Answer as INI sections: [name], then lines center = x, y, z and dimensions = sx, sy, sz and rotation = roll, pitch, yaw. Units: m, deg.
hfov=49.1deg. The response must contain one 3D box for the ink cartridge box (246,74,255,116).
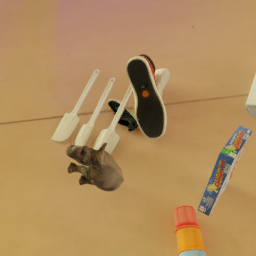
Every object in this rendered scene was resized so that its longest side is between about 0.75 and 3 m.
[ink cartridge box]
center = 4.678, -1.226, 7.486
dimensions = 2.465, 0.583, 1.973
rotation = 6, 60, 42

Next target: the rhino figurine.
[rhino figurine]
center = -0.646, 0.765, 5.689
dimensions = 0.995, 2.276, 0.680
rotation = 10, 66, 12

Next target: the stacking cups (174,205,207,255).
[stacking cups]
center = 1.376, 2.762, 5.624
dimensions = 0.720, 0.720, 2.379
rotation = 0, 49, 0

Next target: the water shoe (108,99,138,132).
[water shoe]
center = -0.204, -0.384, 7.852
dimensions = 1.198, 0.428, 0.473
rotation = 37, 62, 21

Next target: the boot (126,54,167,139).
[boot]
center = 0.608, -0.914, 7.789
dimensions = 0.810, 2.238, 1.614
rotation = -11, 15, 14

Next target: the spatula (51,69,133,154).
[spatula]
center = -0.810, -0.444, 7.786
dimensions = 1.723, 0.199, 2.477
rotation = 20, 70, 18

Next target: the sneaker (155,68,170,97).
[sneaker]
center = 0.706, -1.171, 8.402
dimensions = 0.626, 0.532, 1.415
rotation = 13, 65, 44

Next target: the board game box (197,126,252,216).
[board game box]
center = 2.065, 0.933, 6.025
dimensions = 0.299, 1.734, 1.173
rotation = 27, 42, 25
